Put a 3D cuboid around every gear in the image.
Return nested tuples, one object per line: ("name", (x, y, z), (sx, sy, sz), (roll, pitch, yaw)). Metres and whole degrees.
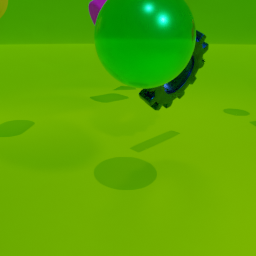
("gear", (0.973, -1.201, 5.899), (0.330, 1.785, 1.785), (41, 38, 26))

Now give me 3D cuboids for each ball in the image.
("ball", (0.214, -1.163, 3.620), (1.295, 1.295, 1.295), (0, 18, 0))

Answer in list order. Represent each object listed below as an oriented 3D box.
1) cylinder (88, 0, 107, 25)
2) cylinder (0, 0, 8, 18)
("cylinder", (-0.483, -4.026, 9.744), (1.308, 1.308, 1.308), (-35, 29, -14))
("cylinder", (-3.142, -2.773, 5.591), (1.059, 1.059, 1.059), (1, 0, 2))
